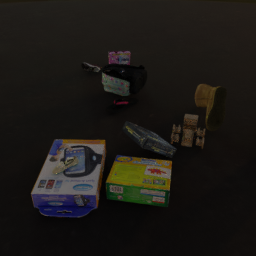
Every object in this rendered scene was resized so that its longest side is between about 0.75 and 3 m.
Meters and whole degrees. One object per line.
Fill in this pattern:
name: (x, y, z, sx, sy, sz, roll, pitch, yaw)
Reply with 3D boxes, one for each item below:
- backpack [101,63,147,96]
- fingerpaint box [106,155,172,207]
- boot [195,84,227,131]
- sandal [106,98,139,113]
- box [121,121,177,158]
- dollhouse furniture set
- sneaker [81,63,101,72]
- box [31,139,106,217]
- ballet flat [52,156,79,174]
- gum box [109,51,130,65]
backpack: (-0.306, -2.438, 13.998, 2.160, 1.367, 1.803, 15, 34, 21)
fingerpaint box: (0.368, 1.508, 8.215, 1.738, 0.637, 1.450, 5, 27, 8)
boot: (3.400, -0.927, 11.895, 0.704, 1.865, 2.130, 13, 7, -9)
sandal: (-0.276, -1.157, 12.821, 1.883, 0.424, 0.707, -27, 41, -36)
box: (0.721, 0.400, 9.534, 1.610, 0.411, 1.270, 21, 12, -43)
dollhouse furniture set: (2.279, 0.226, 10.538, 1.160, 0.821, 1.262, 8, 54, 14)
sneaker: (-2.185, -3.712, 17.042, 1.221, 0.462, 0.705, 22, 31, 14)
box: (-1.688, 1.384, 8.536, 1.784, 0.622, 2.997, 1, 30, 1)
ballet flat: (-1.853, 1.061, 8.251, 0.858, 0.298, 0.298, -25, 40, -34)
gum box: (-0.520, -4.455, 17.835, 1.385, 0.786, 0.458, -5, 32, -8)
